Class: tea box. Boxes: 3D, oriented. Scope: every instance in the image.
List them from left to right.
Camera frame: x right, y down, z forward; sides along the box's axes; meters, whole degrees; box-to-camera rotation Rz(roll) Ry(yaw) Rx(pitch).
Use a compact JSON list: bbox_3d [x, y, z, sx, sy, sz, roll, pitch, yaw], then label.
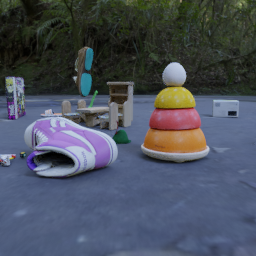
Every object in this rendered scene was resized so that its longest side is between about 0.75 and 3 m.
[{"bbox_3d":[5.417,-1.098,15.623,1.326,0.886,1.305,2,8,14],"label":"tea box"}]

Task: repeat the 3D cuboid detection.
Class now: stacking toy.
[{"bbox_3d":[1.147,-0.417,6.693,1.633,2.234,1.633,1,9,0],"label":"stacking toy"}]

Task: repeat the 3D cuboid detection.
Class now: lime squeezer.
[{"bbox_3d":[-2.637,-1.085,16.044,2.583,0.912,0.487,-29,19,17],"label":"lime squeezer"}]

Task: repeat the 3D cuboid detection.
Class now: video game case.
[{"bbox_3d":[-6.023,-1.648,15.111,0.424,2.147,2.368,-1,8,-8],"label":"video game case"}]

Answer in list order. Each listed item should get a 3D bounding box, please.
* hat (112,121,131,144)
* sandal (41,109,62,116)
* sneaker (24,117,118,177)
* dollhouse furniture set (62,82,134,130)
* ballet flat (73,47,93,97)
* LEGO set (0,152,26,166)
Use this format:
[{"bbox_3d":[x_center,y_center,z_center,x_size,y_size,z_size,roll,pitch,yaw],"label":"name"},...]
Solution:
[{"bbox_3d":[-0.221,0.069,8.505,0.685,0.728,0.827,-4,10,-25],"label":"hat"},{"bbox_3d":[-4.254,-0.869,15.836,1.318,0.378,0.505,-2,9,-14],"label":"sandal"},{"bbox_3d":[-1.721,0.359,5.963,2.688,0.974,1.532,6,14,36],"label":"sneaker"},{"bbox_3d":[-1.013,-1.105,12.405,2.650,1.877,2.885,5,10,34],"label":"dollhouse furniture set"},{"bbox_3d":[-1.520,-1.841,9.236,0.592,1.637,0.555,7,4,34],"label":"ballet flat"},{"bbox_3d":[-2.974,0.639,6.307,1.211,0.297,0.904,-1,12,-7],"label":"LEGO set"}]
